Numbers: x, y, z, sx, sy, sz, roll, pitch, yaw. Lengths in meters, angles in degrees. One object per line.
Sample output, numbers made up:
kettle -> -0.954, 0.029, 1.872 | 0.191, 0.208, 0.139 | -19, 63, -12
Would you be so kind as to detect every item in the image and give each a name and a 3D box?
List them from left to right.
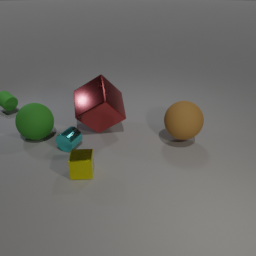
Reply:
cylinder -> -5.436, -1.215, 12.564 | 0.700, 0.700, 0.700 | 32, 40, 26
ball -> -3.523, -0.251, 10.617 | 1.400, 1.400, 1.400 | 0, 28, 0
cylinder -> -2.122, 0.398, 10.119 | 0.700, 0.700, 0.700 | 12, 31, 22
cube -> -1.445, 1.132, 8.765 | 0.700, 0.700, 0.700 | -1, 27, -2
cube -> -1.094, -0.897, 10.813 | 1.400, 1.400, 1.400 | -27, 52, 22
ball -> 2.001, -0.277, 10.066 | 1.400, 1.400, 1.400 | 0, 28, 0
